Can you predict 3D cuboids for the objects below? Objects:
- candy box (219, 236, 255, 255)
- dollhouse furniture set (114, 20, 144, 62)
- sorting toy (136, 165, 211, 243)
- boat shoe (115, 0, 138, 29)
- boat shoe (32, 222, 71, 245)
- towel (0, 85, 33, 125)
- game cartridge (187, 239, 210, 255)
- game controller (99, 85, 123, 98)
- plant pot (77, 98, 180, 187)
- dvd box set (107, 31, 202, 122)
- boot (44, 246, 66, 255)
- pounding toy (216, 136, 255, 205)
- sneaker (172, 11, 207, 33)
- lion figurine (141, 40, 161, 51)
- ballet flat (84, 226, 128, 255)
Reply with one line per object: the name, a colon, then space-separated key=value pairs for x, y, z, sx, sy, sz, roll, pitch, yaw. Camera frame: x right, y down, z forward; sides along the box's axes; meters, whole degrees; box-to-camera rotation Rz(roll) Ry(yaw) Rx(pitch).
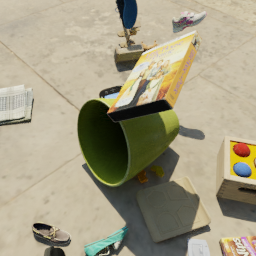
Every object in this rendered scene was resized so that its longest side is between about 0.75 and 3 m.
candy box: x=3.297 y=3.469 z=7.858 sx=1.265 sy=0.357 sz=0.738 roll=-4 pitch=49 yaw=-1
dollhouse furniture set: x=-0.179 y=-4.604 z=14.293 sx=1.389 sy=1.961 sz=2.134 roll=-11 pitch=78 yaw=-12
sorting toy: x=1.256 y=2.241 z=9.046 sx=1.873 sy=0.337 sz=2.514 roll=-16 pitch=49 yaw=-9
boat shoe: x=-0.093 y=-5.402 z=11.903 sx=0.955 sy=2.269 sz=0.779 roll=-29 pitch=49 yaw=-26
boat shoe: x=-2.258 y=3.068 z=8.216 sx=1.215 sy=0.362 sz=0.436 roll=14 pitch=49 yaw=12
towel: x=-5.173 y=-1.004 z=11.951 sx=2.194 sy=0.379 sz=2.113 roll=-8 pitch=48 yaw=-8
game cartridge: x=1.991 y=3.607 z=7.861 sx=0.614 sy=0.186 sz=0.921 roll=2 pitch=47 yaw=7
game controller: x=-0.523 y=-0.972 z=11.857 sx=1.181 sy=0.477 sz=2.264 roll=-10 pitch=47 yaw=-9
plant pot: x=0.280 y=0.169 z=9.585 sx=2.999 sy=2.806 sz=2.806 roll=-16 pitch=47 yaw=-38
dvd box set: x=0.717 y=-1.348 z=7.297 sx=1.921 sy=0.386 sz=2.626 roll=-10 pitch=42 yaw=44
boot: x=-1.008 y=3.842 z=7.112 sx=1.749 sy=0.880 sz=2.339 roll=-24 pitch=62 yaw=-12
pounding toy: x=4.198 y=1.178 z=9.113 sx=2.247 sy=1.598 sz=2.069 roll=10 pitch=49 yaw=9
sneaker: x=2.109 y=-3.844 z=9.862 sx=1.297 sy=0.572 sz=0.527 roll=-17 pitch=23 yaw=21
lion figurine: x=1.218 y=-4.299 z=15.001 sx=1.311 sy=0.475 sz=0.803 roll=-7 pitch=54 yaw=12
ballet flat: x=-0.557 y=3.317 z=8.004 sx=1.381 sy=0.465 sz=0.486 roll=-20 pitch=75 yaw=-17
